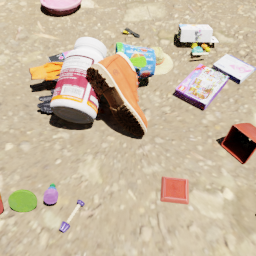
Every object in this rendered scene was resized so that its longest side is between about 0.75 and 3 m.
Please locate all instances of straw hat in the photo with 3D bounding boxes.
[{"bbox_3d":[1.180,-3.067,11.953,1.660,0.702,1.660,0,51,0],"label":"straw hat"}]

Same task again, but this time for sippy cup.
[{"bbox_3d":[0.278,-2.517,10.856,1.472,1.577,2.009,-2,47,-8],"label":"sippy cup"}]

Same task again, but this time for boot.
[{"bbox_3d":[0.029,-1.141,9.379,1.544,2.879,1.080,-43,19,-33],"label":"boot"}]

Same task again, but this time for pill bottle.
[{"bbox_3d":[-1.613,-1.700,9.897,1.578,1.578,2.794,9,69,7],"label":"pill bottle"}]

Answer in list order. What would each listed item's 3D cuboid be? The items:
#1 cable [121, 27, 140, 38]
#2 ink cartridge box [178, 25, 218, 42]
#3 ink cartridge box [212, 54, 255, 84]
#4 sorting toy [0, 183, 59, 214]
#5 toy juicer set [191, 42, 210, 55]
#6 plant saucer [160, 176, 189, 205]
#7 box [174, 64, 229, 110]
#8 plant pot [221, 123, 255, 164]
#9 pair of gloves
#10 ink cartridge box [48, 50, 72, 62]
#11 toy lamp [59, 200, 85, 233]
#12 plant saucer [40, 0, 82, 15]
[{"bbox_3d":[0.153,-4.585,13.534,0.979,0.246,0.476,28,39,6],"label":"cable"},{"bbox_3d":[3.236,-4.344,12.845,1.754,0.595,1.010,1,33,1],"label":"ink cartridge box"},{"bbox_3d":[4.540,-2.605,11.850,1.398,0.303,1.372,-39,61,-25],"label":"ink cartridge box"},{"bbox_3d":[-3.148,1.930,8.162,2.257,0.783,0.777,-8,29,-4],"label":"sorting toy"},{"bbox_3d":[3.226,-3.376,12.421,0.818,0.350,1.286,10,41,3],"label":"toy juicer set"},{"bbox_3d":[1.419,1.840,8.439,0.843,0.155,0.841,6,52,4],"label":"plant saucer"},{"bbox_3d":[2.922,-1.662,11.040,1.335,0.381,1.951,32,58,23],"label":"box"},{"bbox_3d":[3.845,0.392,9.123,0.870,0.986,0.987,-23,54,-31],"label":"plant pot"},{"bbox_3d":[-2.603,-1.580,10.625,1.910,0.265,2.144,-13,77,-14],"label":"pair of gloves"},{"bbox_3d":[-2.211,-2.111,11.365,1.320,0.517,2.789,-20,57,-15],"label":"ink cartridge box"},{"bbox_3d":[-1.583,2.476,7.871,0.279,0.279,0.960,22,53,16],"label":"toy lamp"},{"bbox_3d":[-3.508,-6.714,14.913,2.193,0.556,2.193,-1,52,1],"label":"plant saucer"}]
